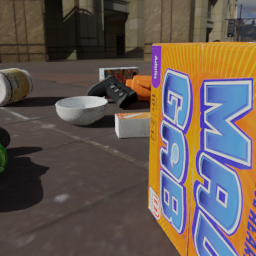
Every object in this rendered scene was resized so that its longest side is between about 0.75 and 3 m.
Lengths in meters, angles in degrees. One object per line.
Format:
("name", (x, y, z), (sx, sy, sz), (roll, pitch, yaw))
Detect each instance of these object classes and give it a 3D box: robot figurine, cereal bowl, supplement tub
("robot figurine", (1.005, -2.074, 14.595), (2.215, 1.593, 1.292), (5, 50, 13))
("cereal bowl", (-1.699, -0.611, 10.501), (1.898, 0.791, 1.898), (-1, 18, 0))
("supplement tub", (-5.926, -2.095, 13.973), (1.667, 1.667, 2.309), (5, 17, 16))

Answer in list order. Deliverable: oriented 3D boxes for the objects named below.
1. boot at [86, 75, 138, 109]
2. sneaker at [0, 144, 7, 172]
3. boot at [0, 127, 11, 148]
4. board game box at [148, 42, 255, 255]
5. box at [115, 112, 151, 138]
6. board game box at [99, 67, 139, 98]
("boot", (-0.800, -1.482, 13.335), (1.844, 0.734, 2.237), (-42, 50, -5))
("sneaker", (-3.179, 0.670, 5.915), (1.144, 1.014, 2.738), (-12, 20, -23))
("boot", (-4.785, 0.212, 8.007), (2.059, 0.820, 2.498), (-11, 15, -38))
("board game box", (2.116, 0.346, 3.746), (2.855, 2.857, 2.855), (-5, 18, -17))
("box", (0.280, -0.108, 9.137), (1.313, 0.640, 0.817), (-3, 16, -9))
("board game box", (-0.490, -2.562, 15.684), (2.153, 1.589, 0.692), (-9, 21, -26))
